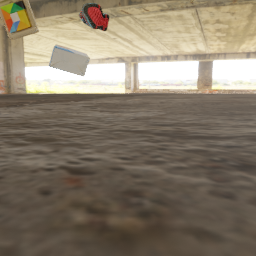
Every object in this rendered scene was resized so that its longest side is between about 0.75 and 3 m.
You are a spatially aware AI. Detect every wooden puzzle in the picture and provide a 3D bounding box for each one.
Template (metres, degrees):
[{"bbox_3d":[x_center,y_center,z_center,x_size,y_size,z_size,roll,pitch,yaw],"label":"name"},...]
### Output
[{"bbox_3d":[-3.330,-3.311,8.390,1.056,1.142,0.213,-10,26,16],"label":"wooden puzzle"}]

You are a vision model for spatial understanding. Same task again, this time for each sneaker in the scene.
[{"bbox_3d":[-0.996,-2.852,7.291,0.700,0.581,1.465,14,8,10],"label":"sneaker"}]

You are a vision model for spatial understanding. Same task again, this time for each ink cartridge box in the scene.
[{"bbox_3d":[-2.229,-2.608,10.619,1.292,0.761,2.244,14,15,-17],"label":"ink cartridge box"}]

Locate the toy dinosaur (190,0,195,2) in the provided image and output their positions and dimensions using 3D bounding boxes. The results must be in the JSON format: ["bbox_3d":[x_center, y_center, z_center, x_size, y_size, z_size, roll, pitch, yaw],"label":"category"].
[{"bbox_3d":[1.320,-2.996,5.468,0.499,0.867,1.714,16,40,-17],"label":"toy dinosaur"}]
